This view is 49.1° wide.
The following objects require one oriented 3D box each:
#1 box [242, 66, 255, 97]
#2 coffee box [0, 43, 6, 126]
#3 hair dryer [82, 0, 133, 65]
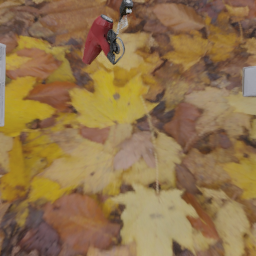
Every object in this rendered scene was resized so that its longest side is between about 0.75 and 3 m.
[{"bbox_3d":[3.945,-0.840,4.858,2.307,2.959,0.609,-4,94,-42],"label":"box"},{"bbox_3d":[-3.404,-0.837,5.141,1.600,1.584,1.602,3,93,31],"label":"coffee box"},{"bbox_3d":[-0.388,-1.268,4.098,0.332,1.223,0.932,20,71,-26],"label":"hair dryer"}]
